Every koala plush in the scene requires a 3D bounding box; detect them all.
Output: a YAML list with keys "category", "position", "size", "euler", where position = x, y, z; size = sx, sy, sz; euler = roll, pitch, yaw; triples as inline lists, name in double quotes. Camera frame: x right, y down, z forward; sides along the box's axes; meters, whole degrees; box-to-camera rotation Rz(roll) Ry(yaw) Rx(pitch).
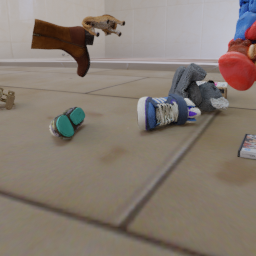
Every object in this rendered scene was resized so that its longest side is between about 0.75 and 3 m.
- category: "koala plush"
  position: [2.566, -1.170, 10.126]
  size: [1.908, 1.753, 1.692]
  euler: [19, 5, -12]

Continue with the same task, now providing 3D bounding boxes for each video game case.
- category: "video game case"
  position: [3.300, 0.470, 6.478]
  size: [1.262, 0.178, 1.396]
  euler: [9, 19, 27]

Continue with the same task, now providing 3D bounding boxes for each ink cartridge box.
- category: "ink cartridge box"
  position: [3.646, -1.658, 12.553]
  size: [1.530, 0.697, 1.857]
  euler: [5, 17, 18]

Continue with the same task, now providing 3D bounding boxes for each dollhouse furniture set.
- category: "dollhouse furniture set"
  position: [-5.183, -1.049, 10.831]
  size: [1.448, 0.962, 1.269]
  euler: [17, 9, -27]

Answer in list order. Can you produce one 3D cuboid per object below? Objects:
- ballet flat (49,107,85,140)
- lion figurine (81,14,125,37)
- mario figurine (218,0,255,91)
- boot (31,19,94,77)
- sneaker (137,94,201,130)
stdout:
- category: "ballet flat"
  position: [-1.750, -0.064, 7.679]
  size: [0.715, 0.715, 1.989]
  euler: [3, 17, 8]
- category: "lion figurine"
  position: [-0.541, -1.982, 5.337]
  size: [0.712, 0.422, 1.163]
  euler: [29, 23, 26]
- category: "mario figurine"
  position: [2.134, -1.487, 4.678]
  size: [0.961, 1.812, 1.119]
  euler: [13, -1, 23]
- category: "boot"
  position: [-2.107, -2.460, 8.924]
  size: [1.863, 1.754, 0.638]
  euler: [0, 47, -21]
- category: "sneaker"
  position: [1.285, -0.500, 8.333]
  size: [1.691, 0.931, 2.310]
  euler: [0, 11, 16]
